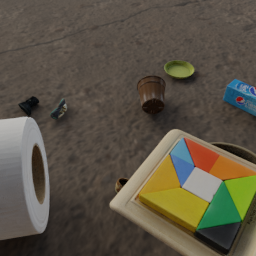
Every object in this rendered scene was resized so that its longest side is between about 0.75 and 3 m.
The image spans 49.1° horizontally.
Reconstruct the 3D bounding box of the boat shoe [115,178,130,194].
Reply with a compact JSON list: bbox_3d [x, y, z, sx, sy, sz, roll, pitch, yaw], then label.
[{"bbox_3d":[0.322,1.894,8.036,1.565,0.578,0.592,18,48,17],"label":"boat shoe"}]

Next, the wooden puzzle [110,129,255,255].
[{"bbox_3d":[1.497,1.292,5.932,2.949,0.549,2.728,23,51,28],"label":"wooden puzzle"}]

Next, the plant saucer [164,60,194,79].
[{"bbox_3d":[2.317,-2.629,12.751,1.354,0.210,1.354,0,45,0],"label":"plant saucer"}]

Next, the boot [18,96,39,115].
[{"bbox_3d":[-3.791,-0.903,10.960,0.722,0.328,0.859,-35,49,-25],"label":"boot"}]

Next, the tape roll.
[{"bbox_3d":[-3.237,1.277,6.994,2.021,2.943,2.943,-6,46,-7],"label":"tape roll"}]

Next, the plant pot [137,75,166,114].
[{"bbox_3d":[0.927,-1.223,10.805,1.152,1.152,1.141,0,53,0],"label":"plant pot"}]

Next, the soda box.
[{"bbox_3d":[4.870,-1.040,10.806,2.181,0.740,0.700,33,54,29],"label":"soda box"}]

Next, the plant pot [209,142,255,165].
[{"bbox_3d":[2.272,1.860,7.049,2.339,2.030,2.339,0,46,0],"label":"plant pot"}]

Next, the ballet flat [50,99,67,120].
[{"bbox_3d":[-2.595,-0.697,10.776,0.411,0.411,1.126,11,40,10],"label":"ballet flat"}]
